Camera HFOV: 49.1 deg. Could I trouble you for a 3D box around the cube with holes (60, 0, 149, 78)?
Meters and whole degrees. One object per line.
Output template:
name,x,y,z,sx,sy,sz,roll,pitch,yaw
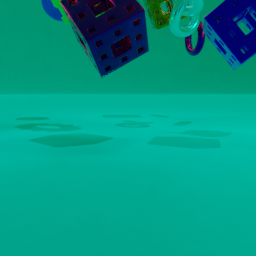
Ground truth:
cube with holes,-0.373,-1.802,5.029,1.051,1.051,1.051,-31,-23,-5

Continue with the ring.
ring,2.427,-3.287,10.223,0.258,1.290,1.290,-4,8,-14

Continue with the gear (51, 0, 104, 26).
gear,-1.124,-2.901,6.650,0.366,1.981,1.981,-44,26,-19

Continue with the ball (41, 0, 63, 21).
ball,-2.084,-3.954,8.717,1.190,1.190,1.190,0,8,0

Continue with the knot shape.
knot shape,1.541,-3.246,7.360,0.827,1.675,1.790,5,32,9

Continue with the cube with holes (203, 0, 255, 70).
cube with holes,1.963,-1.697,4.748,0.950,0.950,0.950,-38,-5,14

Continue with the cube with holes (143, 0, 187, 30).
cube with holes,1.255,-4.150,9.673,1.076,1.076,1.076,-22,21,5
